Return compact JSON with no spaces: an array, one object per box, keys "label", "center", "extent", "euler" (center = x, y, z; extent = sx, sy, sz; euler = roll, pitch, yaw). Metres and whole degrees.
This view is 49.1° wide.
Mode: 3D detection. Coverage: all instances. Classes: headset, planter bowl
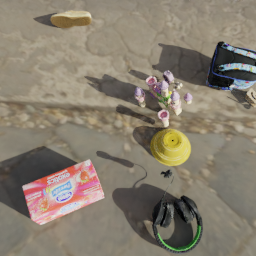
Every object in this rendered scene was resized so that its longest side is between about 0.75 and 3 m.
[{"label":"headset","center":[1.123,1.964,6.636],"extent":[1.180,0.898,1.911],"euler":[-9,74,-6]},{"label":"planter bowl","center":[1.196,0.425,7.667],"extent":[1.133,0.472,1.133],"euler":[0,62,0]}]

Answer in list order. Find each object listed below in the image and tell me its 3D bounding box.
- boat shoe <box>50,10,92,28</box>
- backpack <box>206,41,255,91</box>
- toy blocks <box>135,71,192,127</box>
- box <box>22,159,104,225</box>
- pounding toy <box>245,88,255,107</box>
[{"label":"boat shoe","center":[-2.011,-3.871,9.887],"extent":[1.408,0.502,0.454],"euler":[-4,57,-12]},{"label":"backpack","center":[3.268,-1.779,8.488],"extent":[1.491,1.003,1.361],"euler":[13,64,8]},{"label":"toy blocks","center":[1.032,-1.053,7.848],"extent":[1.404,1.182,1.312],"euler":[-41,60,-10]},{"label":"box","center":[-1.541,1.574,6.868],"extent":[1.729,0.826,0.862],"euler":[-21,65,-10]},{"label":"pounding toy","center":[3.895,-0.902,8.362],"extent":[0.434,0.435,0.758],"euler":[-30,67,-10]}]
